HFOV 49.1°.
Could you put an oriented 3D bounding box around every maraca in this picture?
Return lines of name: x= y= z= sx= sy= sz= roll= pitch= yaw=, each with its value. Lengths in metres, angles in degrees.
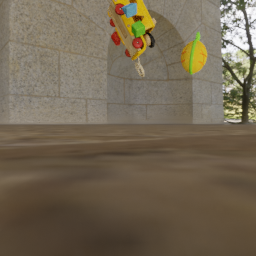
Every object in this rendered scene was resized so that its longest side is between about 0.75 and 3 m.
maraca: x=2.004 y=-2.235 z=8.402 sx=0.750 sy=1.402 sz=0.961 roll=11 pitch=-34 yaw=16

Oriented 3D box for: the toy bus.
toy bus: x=0.286 y=-3.113 z=8.720 sx=1.143 sy=2.213 sz=2.088 roll=-29 pitch=51 yaw=-12
